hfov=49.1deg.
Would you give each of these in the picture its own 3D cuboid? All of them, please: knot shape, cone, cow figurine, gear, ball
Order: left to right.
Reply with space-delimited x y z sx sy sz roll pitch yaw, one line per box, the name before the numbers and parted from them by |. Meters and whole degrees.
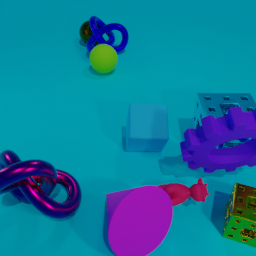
knot shape | -1.894 1.022 5.323 1.949 1.823 0.900 17 75 11
ball | -1.523 -3.952 11.628 0.992 0.992 0.992 0 41 0
ball | -0.856 -2.433 9.838 0.985 0.985 0.985 0 41 0
knot shape | -0.941 -3.653 10.858 1.715 0.792 1.605 -24 79 -22
cone | -0.094 1.553 5.485 1.372 1.372 1.377 -25 23 -26
cow figurine | 1.124 1.305 5.708 0.885 0.493 0.899 -7 -4 -23
gear | 2.023 0.306 5.420 1.949 1.949 0.360 -3 57 -3

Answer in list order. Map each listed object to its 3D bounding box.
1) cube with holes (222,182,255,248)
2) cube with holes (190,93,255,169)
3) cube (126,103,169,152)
cube with holes | 2.335 1.681 5.376 0.781 0.781 0.781 14 43 15
cube with holes | 2.346 0.062 6.806 1.310 1.310 1.310 0 42 0
cube | 0.450 0.008 6.911 0.914 0.914 0.914 2 66 -5
